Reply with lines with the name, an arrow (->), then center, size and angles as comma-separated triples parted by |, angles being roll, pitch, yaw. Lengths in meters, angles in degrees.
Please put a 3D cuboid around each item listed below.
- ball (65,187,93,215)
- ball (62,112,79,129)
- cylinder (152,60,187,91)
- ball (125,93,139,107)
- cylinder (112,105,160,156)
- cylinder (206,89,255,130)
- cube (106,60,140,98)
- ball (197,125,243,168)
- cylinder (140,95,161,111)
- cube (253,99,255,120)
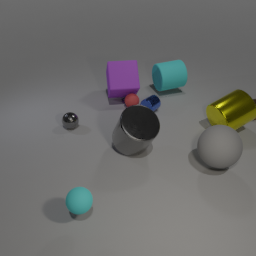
ball -> -1.266, 1.882, 7.272 | 0.700, 0.700, 0.700 | 0, 32, 0
ball -> -2.410, -0.313, 11.706 | 0.700, 0.700, 0.700 | 0, 32, 0
cylinder -> 2.132, -2.718, 14.485 | 1.400, 1.400, 1.400 | -13, 34, -14
ball -> 0.191, -1.291, 13.282 | 0.700, 0.700, 0.700 | 0, 32, 0
cylinder -> 0.252, 0.112, 9.903 | 1.400, 1.400, 1.400 | 7, 62, -13
cylinder -> 4.110, -0.624, 11.206 | 1.400, 1.400, 1.400 | -28, 38, -9
cube -> -0.279, -2.338, 13.543 | 1.400, 1.400, 1.400 | -5, -8, -8
ball -> 2.957, 0.597, 9.043 | 1.400, 1.400, 1.400 | 0, 32, 0
cylinder -> 1.042, -1.096, 12.964 | 0.700, 0.700, 0.700 | 23, 39, 33
cube -> 5.610, -0.840, 12.509 | 0.700, 0.700, 0.700 | -6, 28, -9
